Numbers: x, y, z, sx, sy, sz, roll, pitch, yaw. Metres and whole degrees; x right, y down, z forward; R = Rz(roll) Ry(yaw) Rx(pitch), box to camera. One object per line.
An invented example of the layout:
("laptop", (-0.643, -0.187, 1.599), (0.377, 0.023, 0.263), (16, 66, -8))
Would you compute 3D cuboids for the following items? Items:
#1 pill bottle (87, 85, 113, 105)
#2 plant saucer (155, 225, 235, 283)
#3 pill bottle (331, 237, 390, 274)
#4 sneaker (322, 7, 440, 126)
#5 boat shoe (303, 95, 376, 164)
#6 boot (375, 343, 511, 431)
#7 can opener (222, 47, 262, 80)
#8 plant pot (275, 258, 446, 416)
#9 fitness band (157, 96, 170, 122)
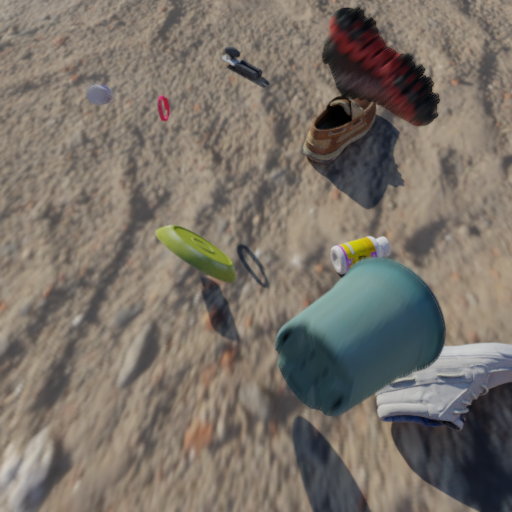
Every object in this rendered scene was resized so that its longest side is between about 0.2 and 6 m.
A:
("pill bottle", (-3.297, -3.426, 11.913), (0.395, 0.395, 0.660), (4, 19, 4))
("plant saucer", (-0.951, -0.090, 9.393), (1.568, 1.568, 0.244), (39, 100, 27))
("pill bottle", (2.161, -0.045, 11.552), (1.145, 0.597, 0.597), (-16, 53, -12))
("sneaker", (2.297, -3.403, 10.771), (2.743, 1.340, 0.969), (46, 57, 5))
("boat shoe", (2.229, -3.474, 14.056), (1.098, 1.041, 2.901), (26, 55, 20))
("boot", (3.440, 2.288, 9.513), (2.892, 1.064, 1.382), (-1, 58, 8))
("can opener", (-0.425, -5.587, 16.152), (1.411, 0.472, 0.376), (37, 59, 26))
("plant pot", (1.205, 1.068, 6.993), (1.609, 1.643, 1.643), (-26, 54, -37))
("fitness band", (-2.052, -3.263, 12.389), (0.110, 0.586, 0.421), (6, 51, 12))
